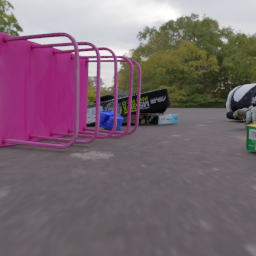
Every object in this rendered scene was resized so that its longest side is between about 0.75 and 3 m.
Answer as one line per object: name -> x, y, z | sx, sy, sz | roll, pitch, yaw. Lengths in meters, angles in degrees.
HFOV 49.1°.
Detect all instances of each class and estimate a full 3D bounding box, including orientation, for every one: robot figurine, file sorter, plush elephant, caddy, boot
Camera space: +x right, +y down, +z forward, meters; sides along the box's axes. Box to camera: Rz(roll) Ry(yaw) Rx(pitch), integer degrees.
robot figurine -> 4.689, -0.958, 10.414 | 1.735, 1.441, 2.309 | 4, 4, -14
file sorter -> -0.868, -0.590, 5.009 | 1.536, 1.702, 2.449 | 5, 6, 24
plush elephant -> 3.180, -0.289, 7.256 | 0.760, 0.922, 0.714 | -10, -10, -24
caddy -> -0.466, -0.148, 7.156 | 0.577, 0.429, 0.817 | 26, 12, 16
boot -> 0.087, -0.908, 12.037 | 2.692, 1.028, 2.262 | -5, -2, 31

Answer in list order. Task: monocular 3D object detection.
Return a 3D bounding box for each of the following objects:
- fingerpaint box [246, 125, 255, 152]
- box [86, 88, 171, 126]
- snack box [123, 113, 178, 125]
fingerpaint box -> 2.164, 0.173, 3.486 | 0.859, 0.378, 1.030 | -2, 6, -14
box -> -0.216, -0.714, 9.323 | 2.704, 0.599, 2.166 | -14, 6, -10
snack box -> 0.752, -0.325, 9.689 | 1.001, 0.320, 1.723 | -5, 7, -43
